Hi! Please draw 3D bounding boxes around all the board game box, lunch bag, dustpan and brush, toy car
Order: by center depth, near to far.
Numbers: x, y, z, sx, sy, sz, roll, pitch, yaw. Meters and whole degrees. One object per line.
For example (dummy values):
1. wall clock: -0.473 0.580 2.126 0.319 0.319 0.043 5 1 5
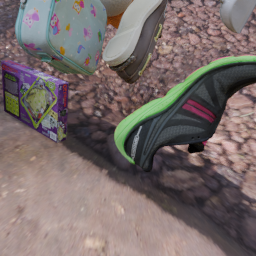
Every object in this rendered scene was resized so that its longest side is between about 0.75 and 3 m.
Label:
1. board game box: -1.814 -0.555 5.324 1.830 1.098 0.296 25 33 33
2. lunch bag: -1.335 -2.149 5.964 0.902 2.339 1.876 13 88 20
3. dustpan and brush: 2.562 -3.141 7.077 1.488 1.038 0.426 9 25 -41
4. toy car: -0.933 -3.973 7.543 2.568 2.904 2.677 -23 19 6

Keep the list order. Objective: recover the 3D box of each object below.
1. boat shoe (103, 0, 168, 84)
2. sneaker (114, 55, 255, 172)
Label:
1. boat shoe: 0.336 -2.177 6.288 0.967 0.801 2.693 -4 51 40
2. sneaker: 1.055 -0.206 4.465 2.600 0.998 1.089 -34 81 8
